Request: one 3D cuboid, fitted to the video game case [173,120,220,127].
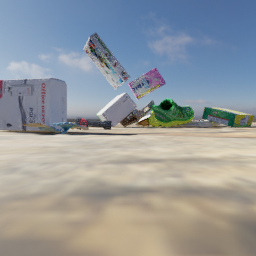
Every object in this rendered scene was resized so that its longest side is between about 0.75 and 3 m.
[{"bbox_3d":[3.438,-0.249,14.998,2.589,0.327,2.842,1,3,25],"label":"video game case"}]

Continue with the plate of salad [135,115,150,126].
[{"bbox_3d":[1.376,-0.389,14.717,2.079,0.499,2.079,-18,-10,-3],"label":"plate of salad"}]

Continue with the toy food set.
[{"bbox_3d":[0.395,-0.710,13.069,1.204,0.507,1.678,-43,12,-27],"label":"toy food set"}]

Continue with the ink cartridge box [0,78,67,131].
[{"bbox_3d":[-2.672,-0.610,7.532,1.900,1.392,0.786,0,2,18],"label":"ink cartridge box"}]

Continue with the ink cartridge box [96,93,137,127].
[{"bbox_3d":[-0.586,-0.829,13.318,1.487,0.862,2.054,-42,10,-9],"label":"ink cartridge box"}]

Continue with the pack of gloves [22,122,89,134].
[{"bbox_3d":[-1.565,0.063,6.299,1.043,0.245,1.242,-4,-7,10],"label":"pack of gloves"}]

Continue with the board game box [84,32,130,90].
[{"bbox_3d":[-1.084,-3.217,13.834,0.457,2.644,1.669,-41,9,-18],"label":"board game box"}]

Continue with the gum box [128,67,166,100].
[{"bbox_3d":[1.022,-2.355,14.844,1.786,1.014,0.591,-30,5,3],"label":"gum box"}]

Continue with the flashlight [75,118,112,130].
[{"bbox_3d":[-1.126,-0.121,9.181,1.178,0.400,0.399,3,47,3],"label":"flashlight"}]

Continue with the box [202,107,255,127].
[{"bbox_3d":[4.917,-0.536,13.522,1.599,0.659,2.725,20,16,40],"label":"box"}]

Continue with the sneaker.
[{"bbox_3d":[2.170,-0.790,13.158,1.089,1.228,2.939,12,18,44],"label":"sneaker"}]
